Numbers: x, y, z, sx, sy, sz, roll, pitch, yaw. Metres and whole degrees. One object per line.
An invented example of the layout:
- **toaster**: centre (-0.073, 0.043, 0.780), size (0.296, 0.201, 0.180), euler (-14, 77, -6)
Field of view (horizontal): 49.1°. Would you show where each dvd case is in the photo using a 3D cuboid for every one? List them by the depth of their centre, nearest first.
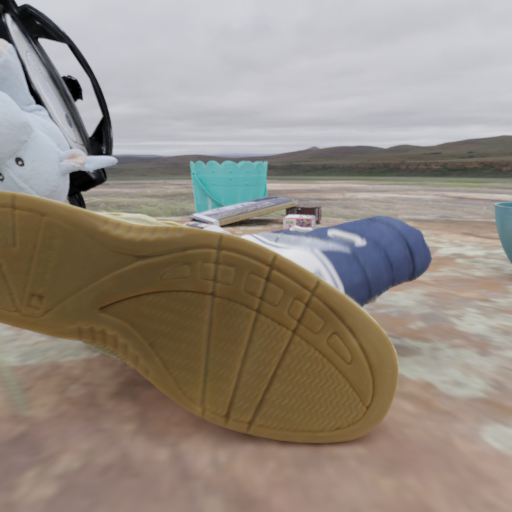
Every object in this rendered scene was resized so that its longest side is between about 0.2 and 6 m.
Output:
- **dvd case**: centre (-0.336, -1.092, 13.474), size (2.254, 0.180, 1.676), euler (-16, 15, -19)

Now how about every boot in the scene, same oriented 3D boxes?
- **boot**: centre (-0.410, 0.333, 4.122), size (2.818, 1.026, 2.190), euler (16, 0, 10)
- **boot**: centre (0.530, 0.098, 5.056), size (1.050, 0.845, 2.324), euler (-22, 13, -15)

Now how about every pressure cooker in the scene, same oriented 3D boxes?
- **pressure cooker**: centre (-4.410, -2.232, 9.274), size (3.774, 3.371, 3.319), euler (-25, -25, -5)

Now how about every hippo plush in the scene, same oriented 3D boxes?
- **hippo plush**: centre (-3.092, -1.054, 6.584), size (2.055, 2.579, 2.074), euler (-37, 39, 2)

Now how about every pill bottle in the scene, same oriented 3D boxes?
- **pill bottle**: centre (-0.774, -0.201, 8.515), size (0.575, 0.575, 0.989), euler (-7, 11, -34)

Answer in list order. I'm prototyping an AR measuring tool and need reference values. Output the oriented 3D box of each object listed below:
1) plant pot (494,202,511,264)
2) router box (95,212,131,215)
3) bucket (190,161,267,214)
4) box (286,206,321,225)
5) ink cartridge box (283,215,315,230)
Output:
- **plant pot**: centre (3.777, -0.164, 7.122), size (1.439, 0.969, 1.439), euler (0, 10, 0)
- **router box**: centre (-3.050, -0.120, 7.144), size (2.528, 0.618, 2.269), euler (3, 14, 1)
- **bucket**: centre (-0.757, -1.943, 15.873), size (2.270, 1.477, 2.270), euler (-1, 10, 0)
- **box**: centre (1.128, -0.968, 13.365), size (0.834, 0.417, 0.312), euler (2, 10, 16)
- **ink cartridge box**: centre (0.918, -0.699, 12.146), size (0.626, 0.289, 1.148), euler (2, 9, 12)
